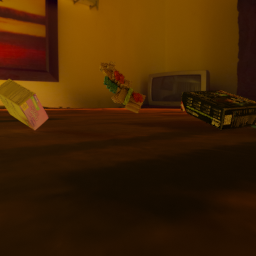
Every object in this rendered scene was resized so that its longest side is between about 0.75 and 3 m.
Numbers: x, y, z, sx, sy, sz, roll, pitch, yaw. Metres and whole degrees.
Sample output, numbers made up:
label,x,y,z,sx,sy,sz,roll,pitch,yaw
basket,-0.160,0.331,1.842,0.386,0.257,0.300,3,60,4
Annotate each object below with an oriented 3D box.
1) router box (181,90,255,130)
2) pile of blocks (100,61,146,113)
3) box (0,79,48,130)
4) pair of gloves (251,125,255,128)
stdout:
label,x,y,z,sx,sy,sz,roll,pitch,yaw
router box,2.190,-0.485,6.649,1.205,0.499,1.608,-7,22,-22
pile of blocks,-0.194,-1.024,6.869,0.632,1.540,0.479,-44,0,-14
box,-2.502,-0.557,6.612,0.985,0.866,0.476,28,61,28
pair of gloves,3.706,-0.086,7.083,1.656,0.189,1.331,-1,5,-29
